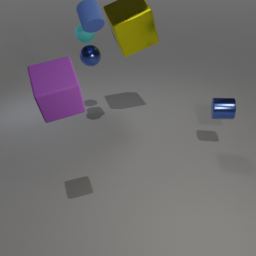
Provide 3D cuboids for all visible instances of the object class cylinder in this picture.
[{"bbox_3d":[-1.132,-3.379,8.463,0.700,0.700,0.700,-18,-10,-3],"label":"cylinder"},{"bbox_3d":[3.156,-0.647,9.304,0.700,0.700,0.700,2,30,10],"label":"cylinder"}]

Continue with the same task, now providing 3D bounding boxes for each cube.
[{"bbox_3d":[0.118,-3.693,10.018,1.400,1.400,1.400,-23,52,2],"label":"cube"},{"bbox_3d":[-1.170,-0.629,4.641,0.700,0.700,0.700,-17,58,-10],"label":"cube"}]

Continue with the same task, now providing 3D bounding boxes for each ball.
[{"bbox_3d":[-1.257,-2.414,9.352,0.700,0.700,0.700,0,30,0],"label":"ball"},{"bbox_3d":[-1.529,-3.388,9.983,0.700,0.700,0.700,0,30,0],"label":"ball"}]
